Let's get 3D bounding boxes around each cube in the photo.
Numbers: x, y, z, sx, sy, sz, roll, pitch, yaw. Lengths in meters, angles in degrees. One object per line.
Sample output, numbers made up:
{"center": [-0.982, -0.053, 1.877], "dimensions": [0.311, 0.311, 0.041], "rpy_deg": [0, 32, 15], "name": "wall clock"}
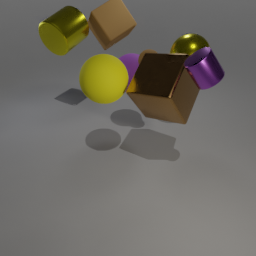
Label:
{"center": [-0.720, -4.427, 11.936], "dimensions": [1.400, 1.400, 1.400], "rpy_deg": [-37, 9, -12], "name": "cube"}
{"center": [1.054, -1.121, 7.941], "dimensions": [1.400, 1.400, 1.400], "rpy_deg": [12, 69, 35], "name": "cube"}

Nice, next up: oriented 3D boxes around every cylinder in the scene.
{"center": [-2.457, -3.752, 10.821], "dimensions": [1.400, 1.400, 1.400], "rpy_deg": [18, 52, 27], "name": "cylinder"}
{"center": [1.760, -1.370, 6.476], "dimensions": [0.700, 0.700, 0.700], "rpy_deg": [-32, 26, 18], "name": "cylinder"}

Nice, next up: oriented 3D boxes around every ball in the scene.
{"center": [2.122, -2.499, 9.578], "dimensions": [1.400, 1.400, 1.400], "rpy_deg": [0, 31, 0], "name": "ball"}
{"center": [0.138, -1.949, 10.025], "dimensions": [1.400, 1.400, 1.400], "rpy_deg": [0, 31, 0], "name": "ball"}
{"center": [-0.685, -1.390, 7.986], "dimensions": [1.400, 1.400, 1.400], "rpy_deg": [0, 31, 0], "name": "ball"}
{"center": [0.668, -2.126, 8.841], "dimensions": [0.700, 0.700, 0.700], "rpy_deg": [0, 31, 0], "name": "ball"}
